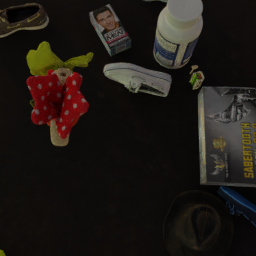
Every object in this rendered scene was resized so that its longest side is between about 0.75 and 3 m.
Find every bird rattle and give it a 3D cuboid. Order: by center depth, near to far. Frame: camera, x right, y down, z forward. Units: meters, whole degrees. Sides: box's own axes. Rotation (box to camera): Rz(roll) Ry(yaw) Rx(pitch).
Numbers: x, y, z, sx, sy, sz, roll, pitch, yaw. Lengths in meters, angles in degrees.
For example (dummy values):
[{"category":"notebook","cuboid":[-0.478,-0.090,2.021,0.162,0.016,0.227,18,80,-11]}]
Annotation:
[{"category":"bird rattle","cuboid":[-1.284,-0.552,5.778,1.434,2.075,2.545,-5,43,-16]}]

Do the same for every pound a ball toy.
[{"category":"pound a ball toy","cuboid":[2.235,-1.655,9.069,0.333,0.784,0.512,-17,74,-4]}]

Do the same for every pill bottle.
[{"category":"pill bottle","cuboid":[1.523,-2.941,8.612,1.315,2.370,1.315,0,74,0]}]

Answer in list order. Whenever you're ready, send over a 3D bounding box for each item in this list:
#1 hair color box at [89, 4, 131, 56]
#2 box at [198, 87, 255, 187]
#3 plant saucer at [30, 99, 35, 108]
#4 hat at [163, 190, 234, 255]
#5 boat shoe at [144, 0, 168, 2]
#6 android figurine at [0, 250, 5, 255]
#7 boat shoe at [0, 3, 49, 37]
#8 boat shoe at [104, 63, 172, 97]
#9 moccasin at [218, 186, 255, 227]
[{"category":"hair color box","cuboid":[-0.620,-3.400,9.728,0.809,0.495,1.634,-27,75,-7]},{"category":"box","cuboid":[3.406,0.255,8.534,2.375,0.725,2.999,3,73,1]},{"category":"plant saucer","cuboid":[-2.606,-0.752,9.110,0.828,0.198,0.829,-37,78,-10]},{"category":"hat","cuboid":[2.035,2.783,7.736,2.163,0.873,2.163,0,74,-1]},{"category":"boat shoe","cuboid":[1.007,-4.935,10.204,1.321,0.441,0.486,5,74,1]},{"category":"android figurine","cuboid":[-3.870,3.764,7.787,1.064,0.218,0.969,-2,74,1]},{"category":"boat shoe","cuboid":[-4.063,-3.771,9.711,2.459,0.732,0.884,-10,74,-3]},{"category":"boat shoe","cuboid":[0.287,-1.518,9.003,2.238,0.823,0.747,8,73,2]},{"category":"moccasin","cuboid":[3.200,2.302,7.979,1.580,0.636,0.539,37,112,7]}]
